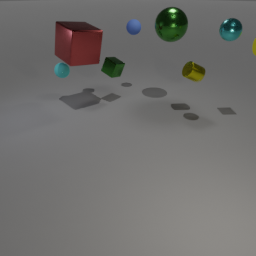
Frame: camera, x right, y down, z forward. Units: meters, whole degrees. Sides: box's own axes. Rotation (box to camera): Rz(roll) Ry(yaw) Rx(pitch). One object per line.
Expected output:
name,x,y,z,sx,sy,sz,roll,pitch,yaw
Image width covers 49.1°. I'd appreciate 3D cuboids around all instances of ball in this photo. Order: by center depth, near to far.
ball,3.262,-3.116,8.893,0.700,0.700,0.700,0,28,0
ball,1.827,-4.355,11.828,1.400,1.400,1.400,0,28,0
ball,-3.034,-2.654,12.900,0.700,0.700,0.700,0,28,0
ball,0.270,-4.750,13.201,0.700,0.700,0.700,0,28,0

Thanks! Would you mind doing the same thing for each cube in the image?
cube,-2.039,-3.465,11.445,1.400,1.400,1.400,-15,40,-37
cube,-0.685,-2.803,12.898,0.700,0.700,0.700,36,31,21

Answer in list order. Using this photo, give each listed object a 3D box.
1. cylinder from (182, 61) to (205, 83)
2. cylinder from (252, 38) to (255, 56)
cylinder,2.740,-2.339,11.701,0.700,0.700,0.700,17,19,-28
cylinder,4.974,-2.947,10.061,0.700,0.700,0.700,0,28,-6
